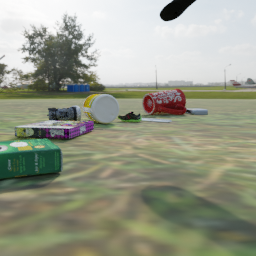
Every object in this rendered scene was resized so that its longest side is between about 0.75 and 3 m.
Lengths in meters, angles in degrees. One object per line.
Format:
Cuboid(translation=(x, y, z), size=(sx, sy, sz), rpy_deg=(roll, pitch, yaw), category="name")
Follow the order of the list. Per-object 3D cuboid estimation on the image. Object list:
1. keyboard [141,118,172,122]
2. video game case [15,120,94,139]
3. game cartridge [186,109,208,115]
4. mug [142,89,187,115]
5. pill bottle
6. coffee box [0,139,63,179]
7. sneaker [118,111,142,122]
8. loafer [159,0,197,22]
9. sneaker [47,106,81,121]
Cuboid(translation=(0.896, -0.277, 10.294), size=(1.443, 0.077, 0.406), rpy_deg=(5, 14, 37), category="keyboard")
Cuboid(translation=(-1.780, 0.015, 7.063), size=(1.406, 0.278, 1.551), rpy_deg=(2, 7, 14), category="video game case")
Cuboid(translation=(3.391, -0.816, 13.824), size=(0.889, 0.277, 1.334), rpy_deg=(-5, 8, -5), category="game cartridge")
Cuboid(translation=(1.809, -1.227, 13.373), size=(1.842, 1.229, 1.635), rpy_deg=(-8, 9, -31), category="mug")
Cuboid(translation=(-1.053, -0.716, 10.031), size=(0.988, 0.988, 1.752), rpy_deg=(-3, 7, -23), category="pill bottle")
Cuboid(translation=(-1.746, 0.408, 3.678), size=(1.562, 0.343, 0.960), rpy_deg=(-3, 8, -27), category="coffee box")
Cuboid(translation=(0.065, -0.416, 10.097), size=(0.882, 0.369, 0.338), rpy_deg=(1, 7, 11), category="sneaker")
Cuboid(translation=(1.422, -3.343, 7.613), size=(1.234, 0.451, 0.440), rpy_deg=(-29, 20, 19), category="loafer")
Cuboid(translation=(-2.238, -0.440, 9.601), size=(0.885, 0.587, 1.555), rpy_deg=(-6, 3, -34), category="sneaker")
